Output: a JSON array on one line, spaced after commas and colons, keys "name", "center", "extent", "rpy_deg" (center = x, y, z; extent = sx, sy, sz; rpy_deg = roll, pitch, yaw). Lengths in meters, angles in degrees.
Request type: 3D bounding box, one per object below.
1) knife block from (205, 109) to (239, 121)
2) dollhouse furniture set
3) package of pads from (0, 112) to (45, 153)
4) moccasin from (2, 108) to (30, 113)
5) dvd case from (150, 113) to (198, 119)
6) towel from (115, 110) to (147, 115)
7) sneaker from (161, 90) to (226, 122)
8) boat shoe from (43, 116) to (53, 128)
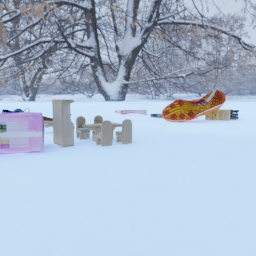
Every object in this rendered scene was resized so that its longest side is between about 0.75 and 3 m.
[{"name": "knife block", "center": [4.338, -0.624, 12.880], "extent": [1.465, 0.469, 1.286], "rpy_deg": [2, 6, 20]}, {"name": "dollhouse furniture set", "center": [-0.924, -0.173, 6.705], "extent": [1.598, 1.040, 1.468], "rpy_deg": [-5, 9, -33]}, {"name": "package of pads", "center": [-2.768, 0.078, 5.616], "extent": [2.094, 0.792, 1.262], "rpy_deg": [-2, 7, -18]}, {"name": "moccasin", "center": [-4.174, -0.431, 10.524], "extent": [1.864, 0.636, 0.750], "rpy_deg": [3, 7, 23]}, {"name": "dvd case", "center": [2.220, -0.588, 13.675], "extent": [1.399, 0.211, 1.916], "rpy_deg": [-5, 9, -34]}, {"name": "towel", "center": [0.127, -0.889, 16.008], "extent": [1.523, 0.311, 2.081], "rpy_deg": [-1, 5, -12]}, {"name": "sneaker", "center": [2.805, -0.743, 11.985], "extent": [2.897, 1.057, 1.117], "rpy_deg": [-13, -22, -11]}, {"name": "boat shoe", "center": [-2.406, -0.142, 8.367], "extent": [0.948, 0.306, 0.338], "rpy_deg": [5, 24, -8]}]
